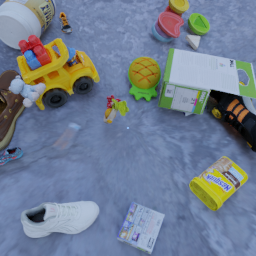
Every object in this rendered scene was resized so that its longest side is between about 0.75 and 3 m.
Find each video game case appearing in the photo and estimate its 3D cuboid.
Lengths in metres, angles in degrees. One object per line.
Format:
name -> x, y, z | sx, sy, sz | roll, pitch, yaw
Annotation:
video game case -> 0.308, 2.277, 6.443 | 0.828, 0.208, 0.914 | 19, 55, 14

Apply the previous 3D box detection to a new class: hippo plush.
hippo plush -> -2.729, -1.091, 7.540 | 0.749, 0.756, 0.941 | -46, 22, 4

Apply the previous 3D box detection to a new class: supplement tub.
supplement tub -> -3.833, -4.193, 10.517 | 1.625, 1.625, 2.251 | 10, 53, 8

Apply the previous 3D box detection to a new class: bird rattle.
bird rattle -> -0.466, -0.516, 7.726 | 0.819, 0.566, 1.004 | -62, 29, -3

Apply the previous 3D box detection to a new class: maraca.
maraca -> 0.529, -1.613, 9.090 | 1.084, 0.846, 1.581 | 4, 73, 2

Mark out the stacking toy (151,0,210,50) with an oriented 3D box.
stacking toy -> 2.032, -3.972, 11.125 | 2.023, 0.944, 2.235 | 35, 60, -7

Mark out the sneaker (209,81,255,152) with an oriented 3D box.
sneaker -> 3.070, -0.296, 8.075 | 1.157, 0.900, 2.572 | -7, 49, 4

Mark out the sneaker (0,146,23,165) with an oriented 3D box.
sneaker -> -3.282, 0.705, 7.535 | 0.817, 0.390, 0.324 | -24, 56, -18

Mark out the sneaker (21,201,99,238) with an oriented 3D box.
sneaker -> -1.525, 1.971, 6.255 | 1.766, 0.878, 0.688 | -12, 53, -9

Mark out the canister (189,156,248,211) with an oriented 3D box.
canister -> 2.266, 1.341, 6.979 | 1.200, 0.519, 0.891 | -32, 59, -24

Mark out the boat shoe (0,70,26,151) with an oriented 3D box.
boat shoe -> -3.724, -0.749, 8.264 | 1.061, 0.996, 2.948 | 0, 53, 0

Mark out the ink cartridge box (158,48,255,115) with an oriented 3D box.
ink cartridge box -> 2.380, -1.343, 8.536 | 2.635, 0.998, 1.947 | 12, 45, 4

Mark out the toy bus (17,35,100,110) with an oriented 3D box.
toy bus -> -2.193, -1.911, 8.382 | 2.179, 2.092, 1.479 | -26, 54, -5

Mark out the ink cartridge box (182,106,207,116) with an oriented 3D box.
ink cartridge box -> 1.952, -0.822, 8.847 | 0.825, 0.168, 0.824 | -20, 55, -15

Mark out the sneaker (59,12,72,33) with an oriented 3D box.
sneaker -> -2.563, -4.248, 11.320 | 0.428, 0.422, 1.094 | -19, 57, -16
